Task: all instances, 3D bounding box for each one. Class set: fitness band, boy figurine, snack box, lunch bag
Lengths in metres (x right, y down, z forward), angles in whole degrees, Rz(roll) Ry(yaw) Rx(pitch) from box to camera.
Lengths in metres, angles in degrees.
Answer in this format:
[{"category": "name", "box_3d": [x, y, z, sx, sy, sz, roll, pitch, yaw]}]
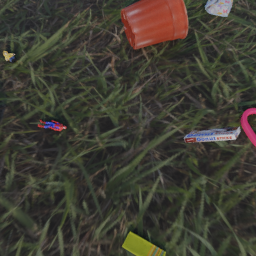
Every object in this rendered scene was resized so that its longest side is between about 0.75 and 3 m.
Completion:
[{"category": "fitness band", "box_3d": [5.134, 0.008, 10.672, 1.340, 0.349, 1.866, -16, 58, -7]}, {"category": "boy figurine", "box_3d": [-5.388, -3.256, 12.760, 0.759, 0.245, 0.472, 39, 68, 19]}, {"category": "snack box", "box_3d": [2.376, 0.196, 7.977, 1.472, 0.179, 0.529, -7, 21, 38]}, {"category": "lunch bag", "box_3d": [4.689, -6.383, 14.423, 1.229, 0.781, 1.042, 18, 57, 20]}]

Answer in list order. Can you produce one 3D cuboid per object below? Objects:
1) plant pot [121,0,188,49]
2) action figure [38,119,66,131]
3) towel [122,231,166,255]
[{"category": "plant pot", "box_3d": [1.083, -4.817, 12.627, 2.383, 2.450, 2.450, -22, 60, -4]}, {"category": "action figure", "box_3d": [-2.895, -0.100, 10.773, 1.082, 0.280, 0.354, 11, 56, 4]}, {"category": "towel", "box_3d": [0.484, 3.669, 8.476, 1.251, 0.113, 0.538, 25, 60, 15]}]
